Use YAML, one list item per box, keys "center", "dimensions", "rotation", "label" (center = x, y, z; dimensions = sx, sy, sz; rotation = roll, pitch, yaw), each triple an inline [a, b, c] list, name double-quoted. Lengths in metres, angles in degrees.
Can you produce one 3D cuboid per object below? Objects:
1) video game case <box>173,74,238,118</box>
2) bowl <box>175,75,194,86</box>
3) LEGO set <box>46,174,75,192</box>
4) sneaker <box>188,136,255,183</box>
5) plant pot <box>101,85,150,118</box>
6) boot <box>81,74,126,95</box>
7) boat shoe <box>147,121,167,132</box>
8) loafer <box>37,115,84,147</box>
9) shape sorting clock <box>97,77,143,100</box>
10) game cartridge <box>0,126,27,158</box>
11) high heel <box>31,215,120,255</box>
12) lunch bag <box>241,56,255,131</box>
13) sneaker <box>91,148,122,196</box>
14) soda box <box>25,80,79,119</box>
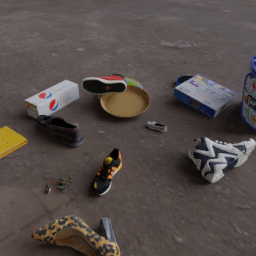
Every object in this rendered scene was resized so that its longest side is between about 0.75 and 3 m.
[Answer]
- center: [3.668, -1.580, 13.317]
  dimensions: [2.274, 0.517, 2.061]
  rotation: [35, 50, 28]
  label: "video game case"
- center: [3.231, -2.408, 14.883]
  dimensions: [1.393, 0.273, 1.393]
  rotation: [0, 36, 0]
  label: "bowl"
- center: [-2.163, 1.830, 9.102]
  dimensions: [0.966, 0.274, 0.628]
  rotation: [-15, 35, 1]
  label: "LEGO set"
- center: [3.199, 0.722, 9.901]
  dimensions: [2.494, 0.995, 1.623]
  rotation: [-30, 53, -21]
  label: "sneaker"
- center: [-0.118, -1.189, 12.777]
  dimensions: [2.256, 0.310, 2.256]
  rotation: [1, 46, -1]
  label: "plant pot"
- center: [-1.133, -2.147, 13.032]
  dimensions: [2.025, 0.733, 1.461]
  rotation: [2, 29, -8]
  label: "boot"
- center: [1.207, -0.104, 11.665]
  dimensions: [0.927, 0.297, 0.342]
  rotation: [23, 42, 29]
  label: "boat shoe"
- center: [-2.753, -0.128, 11.260]
  dimensions: [2.557, 0.805, 0.919]
  rotation: [25, 43, 31]
  label: "loafer"
- center: [-0.405, -1.821, 13.899]
  dimensions: [2.276, 0.447, 2.276]
  rotation: [0, 47, 0]
  label: "shape sorting clock"
- center: [-4.890, 0.540, 10.862]
  dimensions: [1.484, 0.241, 1.308]
  rotation: [24, 42, 33]
  label: "game cartridge"
- center: [-1.294, 2.963, 6.964]
  dimensions: [2.150, 0.768, 1.533]
  rotation: [0, 29, -16]
  label: "high heel"
- center: [5.699, -1.432, 11.730]
  dimensions: [1.722, 2.364, 2.781]
  rotation: [5, 37, 16]
  label: "lunch bag"
- center: [-0.724, 1.372, 9.190]
  dimensions: [0.619, 0.796, 1.769]
  rotation: [13, 38, 17]
  label: "sneaker"
- center: [-3.434, -1.339, 12.950]
  dimensions: [0.853, 0.797, 2.503]
  rotation: [23, 42, 28]
  label: "soda box"
